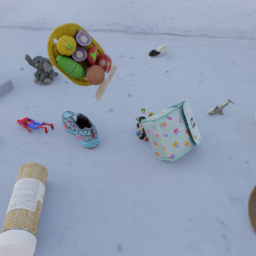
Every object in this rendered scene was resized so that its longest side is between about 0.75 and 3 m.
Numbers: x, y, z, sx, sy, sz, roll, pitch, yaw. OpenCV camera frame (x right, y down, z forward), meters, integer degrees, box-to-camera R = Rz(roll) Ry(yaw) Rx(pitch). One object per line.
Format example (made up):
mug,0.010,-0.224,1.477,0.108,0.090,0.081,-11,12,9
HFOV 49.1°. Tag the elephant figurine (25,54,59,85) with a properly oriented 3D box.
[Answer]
elephant figurine,-4.029,-2.931,13.177,1.149,1.624,1.260,-2,39,-2

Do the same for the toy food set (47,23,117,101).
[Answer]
toy food set,-1.197,-2.021,8.527,0.833,2.550,1.500,24,78,53

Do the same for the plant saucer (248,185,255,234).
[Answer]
plant saucer,3.871,2.123,6.791,0.296,2.012,2.012,3,34,-32

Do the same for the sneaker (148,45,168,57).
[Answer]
sneaker,1.723,-4.318,15.921,1.297,0.470,0.466,-28,83,-16

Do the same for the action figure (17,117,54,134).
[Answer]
action figure,-3.628,-0.106,10.678,1.662,0.430,0.544,14,36,24

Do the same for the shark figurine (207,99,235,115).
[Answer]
shark figurine,3.843,-0.777,11.416,0.664,1.112,0.464,-12,73,-60

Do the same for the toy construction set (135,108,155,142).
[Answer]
toy construction set,0.911,-0.172,10.411,1.418,1.183,1.090,14,24,-15

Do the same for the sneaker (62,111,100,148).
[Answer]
sneaker,-1.748,-0.226,10.312,0.853,1.028,2.151,-28,47,-30

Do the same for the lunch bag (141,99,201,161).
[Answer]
lunch bag,1.621,0.047,9.420,1.838,1.566,1.121,-27,9,-26

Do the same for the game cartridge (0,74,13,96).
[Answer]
game cartridge,-6.802,-2.055,13.032,2.645,0.541,1.761,16,38,19

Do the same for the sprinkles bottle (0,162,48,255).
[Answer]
sprinkles bottle,-2.757,2.116,7.521,0.890,0.890,2.608,-3,39,-4
